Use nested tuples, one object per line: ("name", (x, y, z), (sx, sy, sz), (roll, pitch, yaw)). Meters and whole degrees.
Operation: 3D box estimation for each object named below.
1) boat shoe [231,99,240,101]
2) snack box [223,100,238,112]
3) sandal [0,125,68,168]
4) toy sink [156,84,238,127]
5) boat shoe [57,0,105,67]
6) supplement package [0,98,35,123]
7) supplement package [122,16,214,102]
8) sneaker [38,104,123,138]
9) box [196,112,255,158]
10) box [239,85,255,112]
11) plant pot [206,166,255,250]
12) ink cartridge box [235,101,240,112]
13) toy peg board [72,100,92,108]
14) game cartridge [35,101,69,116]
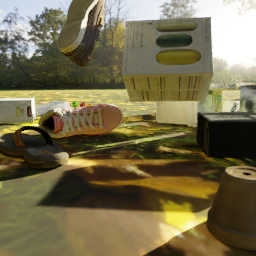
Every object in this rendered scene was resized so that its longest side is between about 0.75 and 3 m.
("boat shoe", (6.254, -1.241, 15.350), (0.757, 0.841, 2.331), (-11, 9, -11))
("snack box", (4.048, -0.781, 12.278), (0.278, 0.872, 1.500), (24, 0, -24))
("sandal", (-2.232, 0.315, 6.414), (1.052, 0.703, 2.575), (-10, 15, -38))
("toy sink", (2.621, -0.867, 10.912), (1.800, 1.547, 2.762), (-7, 7, -34))
("boat shoe", (-1.119, -2.922, 7.701), (0.993, 2.765, 0.823), (-7, -34, 29))
("supplement package", (-4.937, -0.773, 11.994), (1.735, 0.962, 1.351), (-3, 10, -15))
("supplement package", (1.176, -1.956, 8.361), (2.405, 1.825, 1.811), (0, -18, 9))
("sneaker", (-1.510, -0.181, 8.611), (2.601, 0.979, 1.360), (-3, 8, 12))
("box", (3.009, 0.118, 6.971), (2.333, 0.920, 1.646), (1, 13, 5))
("box", (5.109, -0.820, 10.510), (0.967, 1.556, 1.569), (-9, 13, -43))
("plant pot", (1.367, 0.862, 3.263), (0.835, 0.725, 0.835), (1, 11, 0))
("ink cartridge box", (4.339, -0.958, 13.650), (1.808, 0.759, 1.309), (9, 13, 41))
("toy peg board", (-1.986, -0.903, 13.339), (1.567, 0.770, 1.573), (-1, 10, -5))
("game cartridge", (-4.191, -1.008, 14.296), (2.168, 0.450, 1.443), (-18, 15, -37))
